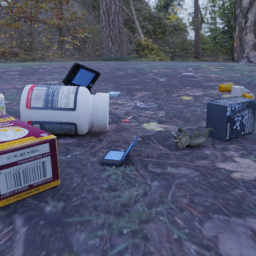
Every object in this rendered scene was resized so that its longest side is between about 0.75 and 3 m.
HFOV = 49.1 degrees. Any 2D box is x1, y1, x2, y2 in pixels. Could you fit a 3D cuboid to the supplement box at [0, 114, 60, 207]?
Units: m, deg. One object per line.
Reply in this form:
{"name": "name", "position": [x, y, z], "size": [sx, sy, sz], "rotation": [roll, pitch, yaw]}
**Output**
{"name": "supplement box", "position": [-3.129, 0.608, 6.921], "size": [1.610, 1.250, 2.918], "rotation": [-15, 23, -40]}

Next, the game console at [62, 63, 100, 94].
{"name": "game console", "position": [-1.917, -1.800, 12.443], "size": [1.046, 1.581, 1.797], "rotation": [46, 18, 25]}

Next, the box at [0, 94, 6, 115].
{"name": "box", "position": [-6.307, -0.864, 12.122], "size": [1.805, 1.015, 0.915], "rotation": [-9, 19, -27]}

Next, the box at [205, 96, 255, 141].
{"name": "box", "position": [3.715, -0.383, 10.117], "size": [1.716, 1.274, 0.919], "rotation": [-12, 20, -32]}

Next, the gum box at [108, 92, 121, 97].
{"name": "gum box", "position": [-0.904, -2.142, 17.723], "size": [0.648, 0.170, 0.762], "rotation": [6, 18, 18]}

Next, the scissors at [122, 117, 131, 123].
{"name": "scissors", "position": [-0.038, -0.394, 12.216], "size": [0.355, 0.068, 0.971], "rotation": [1, 19, 9]}

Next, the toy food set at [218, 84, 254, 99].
{"name": "toy food set", "position": [5.556, -1.487, 13.834], "size": [1.128, 1.197, 2.507], "rotation": [-4, 16, -12]}

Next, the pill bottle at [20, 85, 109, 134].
{"name": "pill bottle", "position": [-2.170, -0.638, 10.146], "size": [2.928, 1.751, 1.751], "rotation": [2, 17, -3]}

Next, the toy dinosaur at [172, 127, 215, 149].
{"name": "toy dinosaur", "position": [2.111, 0.350, 9.168], "size": [1.704, 0.656, 0.871], "rotation": [1, 28, -15]}

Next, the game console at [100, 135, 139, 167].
{"name": "game console", "position": [-0.227, 0.598, 8.032], "size": [0.928, 0.643, 1.088], "rotation": [5, 17, 12]}
